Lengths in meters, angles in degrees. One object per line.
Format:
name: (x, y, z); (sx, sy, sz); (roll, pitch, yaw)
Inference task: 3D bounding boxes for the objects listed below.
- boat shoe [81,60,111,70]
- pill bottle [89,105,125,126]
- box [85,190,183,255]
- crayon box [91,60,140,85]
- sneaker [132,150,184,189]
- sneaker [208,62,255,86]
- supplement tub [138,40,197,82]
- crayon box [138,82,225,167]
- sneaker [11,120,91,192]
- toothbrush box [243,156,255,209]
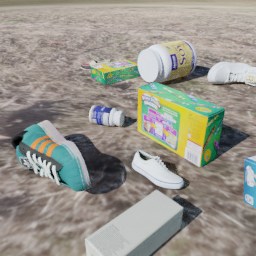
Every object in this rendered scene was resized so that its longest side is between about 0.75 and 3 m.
boat shoe: (-1.635, -3.223, 14.229); (1.593, 0.498, 0.567); (3, 31, 8)
pill bottle: (-0.673, -0.373, 9.012); (1.036, 0.599, 0.599); (10, 31, 16)
box: (0.155, 1.870, 4.979); (1.769, 0.605, 0.727); (-23, 36, -36)
crayon box: (-0.558, -2.644, 13.083); (2.014, 0.587, 1.196); (-20, 35, -31)
sneaker: (0.675, 0.963, 6.645); (1.437, 0.509, 0.525); (22, 29, 33)
sneaker: (4.830, -2.323, 12.158); (2.571, 0.947, 1.486); (-15, 30, -28)
supplement tub: (1.757, -2.978, 12.591); (2.295, 1.668, 1.668); (-20, 35, -31)
crayon box: (1.322, -0.194, 7.772); (0.728, 1.485, 2.500); (-22, 36, -33)
sneaker: (-1.915, 0.766, 6.679); (1.162, 1.038, 2.909); (-26, 34, -26)
toothbrush box: (3.731, 1.210, 5.144); (1.825, 1.063, 2.492); (-12, 16, -21)
